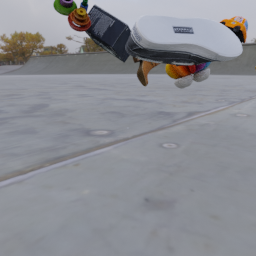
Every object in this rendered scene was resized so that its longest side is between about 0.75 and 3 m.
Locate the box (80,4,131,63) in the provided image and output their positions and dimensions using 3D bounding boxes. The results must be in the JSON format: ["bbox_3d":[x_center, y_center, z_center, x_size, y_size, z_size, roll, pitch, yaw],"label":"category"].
[{"bbox_3d":[-0.710,-3.735,11.242,1.701,1.073,1.731,35,3,17],"label":"box"}]

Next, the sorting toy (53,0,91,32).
[{"bbox_3d":[-1.900,-4.338,10.111,1.064,1.770,0.727,-31,-13,-31],"label":"sorting toy"}]

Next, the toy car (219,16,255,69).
[{"bbox_3d":[3.061,-2.231,7.346,1.726,0.574,0.847,43,-3,-31],"label":"toy car"}]

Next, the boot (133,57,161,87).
[{"bbox_3d":[0.821,-2.382,10.951,1.052,1.355,0.519,-21,3,-27],"label":"boot"}]

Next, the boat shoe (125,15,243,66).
[{"bbox_3d":[1.149,-1.643,5.693,2.464,0.884,0.835,-4,-20,-23],"label":"boat shoe"}]

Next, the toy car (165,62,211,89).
[{"bbox_3d":[1.910,-2.008,8.520,1.467,1.284,1.100,-21,-3,-18],"label":"toy car"}]
